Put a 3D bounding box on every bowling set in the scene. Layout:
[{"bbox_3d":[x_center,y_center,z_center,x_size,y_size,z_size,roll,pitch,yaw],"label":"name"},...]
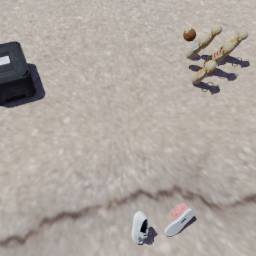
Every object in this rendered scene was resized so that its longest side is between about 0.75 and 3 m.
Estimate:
[{"bbox_3d":[2.710,-2.895,9.592,1.771,1.366,2.544,44,61,-2],"label":"bowling set"}]

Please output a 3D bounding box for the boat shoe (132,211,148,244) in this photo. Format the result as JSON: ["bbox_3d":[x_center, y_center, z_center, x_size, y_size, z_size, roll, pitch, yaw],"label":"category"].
[{"bbox_3d":[0.310,2.270,6.217,0.324,0.899,0.308,-11,27,-34],"label":"boat shoe"}]

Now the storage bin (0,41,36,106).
[{"bbox_3d":[-4.061,-1.885,9.461,1.381,0.958,2.043,-19,55,-14],"label":"storage bin"}]

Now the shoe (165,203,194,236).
[{"bbox_3d":[1.165,2.178,6.697,0.859,0.307,0.391,-41,24,-5],"label":"shoe"}]
